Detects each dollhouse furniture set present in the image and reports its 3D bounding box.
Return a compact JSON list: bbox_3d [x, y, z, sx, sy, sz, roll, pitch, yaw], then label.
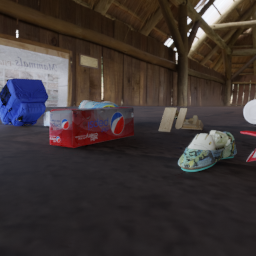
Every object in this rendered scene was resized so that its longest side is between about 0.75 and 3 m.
[{"bbox_3d":[1.986,-0.004,10.336,1.145,0.981,1.204,4,-28,33],"label":"dollhouse furniture set"}]

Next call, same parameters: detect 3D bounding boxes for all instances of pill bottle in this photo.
[{"bbox_3d":[6.516,-0.800,13.544,1.157,1.157,2.033,5,8,42],"label":"pill bottle"}]

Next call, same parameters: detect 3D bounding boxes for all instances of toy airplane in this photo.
[{"bbox_3d":[3.353,0.170,5.307,2.730,0.502,2.730,-5,9,1],"label":"toy airplane"}]

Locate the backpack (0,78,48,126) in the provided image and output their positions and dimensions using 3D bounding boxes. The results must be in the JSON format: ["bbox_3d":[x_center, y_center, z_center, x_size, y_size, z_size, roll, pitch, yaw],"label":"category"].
[{"bbox_3d":[-4.655,-0.922,12.095,1.721,1.778,2.118,-1,-28,-47],"label":"backpack"}]

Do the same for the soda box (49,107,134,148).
[{"bbox_3d":[-0.871,-0.096,7.651,0.831,0.917,2.620,4,7,35],"label":"soda box"}]

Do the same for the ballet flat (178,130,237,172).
[{"bbox_3d":[1.440,0.342,5.040,0.640,0.640,1.725,5,8,39],"label":"ballet flat"}]

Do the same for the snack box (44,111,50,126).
[{"bbox_3d":[-2.302,-0.415,11.512,1.784,0.664,2.508,-4,3,-28],"label":"snack box"}]

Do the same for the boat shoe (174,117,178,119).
[{"bbox_3d":[2.624,-0.736,16.849,1.048,0.375,0.345,12,8,44],"label":"boat shoe"}]

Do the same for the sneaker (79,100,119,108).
[{"bbox_3d":[-0.874,-0.709,13.681,1.761,1.073,2.698,15,12,37],"label":"sneaker"}]
